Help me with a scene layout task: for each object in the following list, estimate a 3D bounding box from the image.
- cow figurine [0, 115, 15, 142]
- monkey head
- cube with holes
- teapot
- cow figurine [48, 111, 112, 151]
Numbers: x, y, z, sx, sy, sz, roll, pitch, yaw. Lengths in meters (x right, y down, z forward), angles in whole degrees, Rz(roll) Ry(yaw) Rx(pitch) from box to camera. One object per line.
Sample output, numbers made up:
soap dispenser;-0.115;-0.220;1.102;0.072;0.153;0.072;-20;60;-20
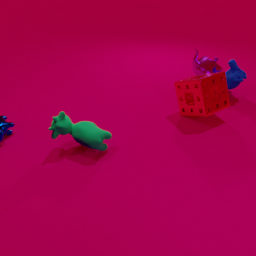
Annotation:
cow figurine;-3.786;0.010;8.098;0.948;0.520;0.933;38;27;26
monkey head;3.757;-1.933;10.235;1.383;0.995;0.834;-34;7;-36
cube with holes;2.383;-1.086;9.023;1.137;1.137;1.137;-21;15;-29
teapot;3.165;-2.382;11.056;1.995;0.977;1.240;28;19;-24
cow figurine;-1.299;0.112;7.470;1.407;0.772;1.384;25;6;34
